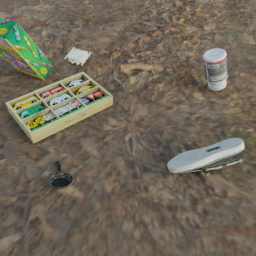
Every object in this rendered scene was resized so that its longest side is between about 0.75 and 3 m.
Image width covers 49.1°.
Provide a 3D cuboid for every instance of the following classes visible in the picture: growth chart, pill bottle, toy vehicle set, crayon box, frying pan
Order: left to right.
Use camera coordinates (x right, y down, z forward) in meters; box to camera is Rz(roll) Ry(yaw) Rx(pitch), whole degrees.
[{"bbox_3d":[-3.879,-2.762,9.829,1.446,2.435,0.709,22,75,21],"label":"crayon box"},{"bbox_3d":[-1.858,1.266,7.330,0.638,0.172,1.055,-16,35,-37],"label":"frying pan"},{"bbox_3d":[-2.194,-0.797,9.186,2.951,0.391,1.833,-30,52,-29],"label":"toy vehicle set"},{"bbox_3d":[-2.089,-2.941,11.501,1.154,0.102,0.835,24,66,31],"label":"growth chart"},{"bbox_3d":[3.023,-1.992,9.660,0.761,1.313,0.761,-12,43,11],"label":"pill bottle"}]

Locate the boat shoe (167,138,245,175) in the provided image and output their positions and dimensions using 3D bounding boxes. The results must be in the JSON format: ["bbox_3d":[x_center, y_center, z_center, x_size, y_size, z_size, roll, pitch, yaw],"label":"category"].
[{"bbox_3d":[2.076,0.899,7.319,2.060,0.656,0.728,-17,20,2],"label":"boat shoe"}]
